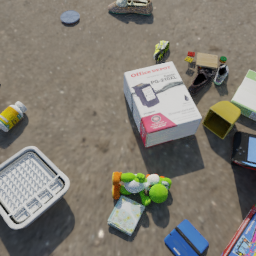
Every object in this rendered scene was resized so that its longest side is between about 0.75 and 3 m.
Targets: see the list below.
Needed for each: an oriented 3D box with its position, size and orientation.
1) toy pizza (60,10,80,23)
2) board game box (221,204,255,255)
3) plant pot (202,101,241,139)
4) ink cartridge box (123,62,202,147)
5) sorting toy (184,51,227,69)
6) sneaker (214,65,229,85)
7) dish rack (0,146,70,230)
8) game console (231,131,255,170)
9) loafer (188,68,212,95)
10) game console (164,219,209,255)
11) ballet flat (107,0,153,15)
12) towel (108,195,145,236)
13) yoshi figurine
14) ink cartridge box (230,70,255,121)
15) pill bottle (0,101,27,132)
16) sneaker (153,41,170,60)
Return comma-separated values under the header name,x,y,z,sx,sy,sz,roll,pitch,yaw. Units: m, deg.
name,x,y,z,sx,sy,sz,roll,pitch,yaw
toy pizza,-2.785,-5.326,13.498,0.928,0.147,0.928,0,60,1
board game box,3.586,3.759,8.000,1.502,0.284,2.919,37,66,19
plant pot,3.472,-0.406,10.128,0.976,0.969,0.998,40,61,21
ink cartridge box,1.144,-0.929,10.278,1.989,1.159,2.748,-15,60,-9
sorting toy,3.253,-2.774,11.830,1.768,0.299,0.852,10,51,5
sneaker,3.887,-2.345,11.352,0.428,0.770,1.101,23,62,13
dish rack,-3.166,1.836,8.806,2.422,0.527,2.079,36,63,29
game console,4.706,0.886,9.085,2.285,1.356,1.969,14,60,8
loafer,2.983,-1.979,11.291,0.570,0.499,1.586,33,65,18
game console,1.732,3.393,8.323,0.846,0.587,0.992,-48,66,9
ballet flat,0.110,-6.006,13.548,2.251,0.757,0.766,4,59,2
towel,-0.062,2.692,8.666,0.860,0.242,1.005,25,62,11
yoshi figurine,0.453,1.898,8.756,1.894,1.065,1.061,1,75,-2
ink cartridge box,4.966,-1.254,10.886,1.438,0.474,1.976,29,60,16
pill bottle,-4.287,-0.447,10.304,0.627,0.627,1.112,31,63,17
sneaker,1.366,-3.367,12.192,0.485,0.479,1.270,21,51,20
